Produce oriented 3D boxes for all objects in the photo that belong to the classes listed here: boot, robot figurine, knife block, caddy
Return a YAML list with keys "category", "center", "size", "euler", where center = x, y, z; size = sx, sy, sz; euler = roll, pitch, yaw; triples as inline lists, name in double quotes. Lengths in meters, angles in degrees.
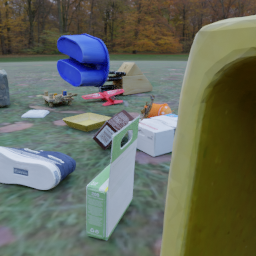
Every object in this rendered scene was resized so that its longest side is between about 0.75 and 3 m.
- category: "boot"
  center: [-2.048, 0.723, 5.653]
  size: [1.908, 0.694, 0.862]
  euler: [14, 14, 16]
- category: "robot figurine"
  center: [1.031, -0.516, 9.676]
  size: [1.093, 0.637, 0.786]
  euler: [12, 16, 35]
- category: "knife block"
  center: [-0.211, -2.171, 15.164]
  size: [0.924, 2.888, 2.535]
  euler: [18, 69, 46]
- category: "caddy"
  center: [-1.757, -2.722, 11.305]
  size: [1.429, 1.925, 2.723]
  euler: [-12, 33, -37]

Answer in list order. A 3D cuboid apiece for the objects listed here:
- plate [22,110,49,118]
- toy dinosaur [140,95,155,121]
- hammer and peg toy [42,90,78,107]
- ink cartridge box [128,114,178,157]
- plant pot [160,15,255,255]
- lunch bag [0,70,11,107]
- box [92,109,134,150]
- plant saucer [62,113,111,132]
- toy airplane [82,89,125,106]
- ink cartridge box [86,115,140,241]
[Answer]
- category: "plate"
  center: [-3.522, -0.560, 10.701]
  size: [0.842, 0.136, 0.844]
  euler: [0, 16, 1]
- category: "toy dinosaur"
  center: [0.452, -0.374, 6.907]
  size: [0.278, 0.919, 0.488]
  euler: [33, 31, 6]
- category: "hammer and peg toy"
  center: [-2.986, -1.277, 12.354]
  size: [1.211, 0.581, 1.647]
  euler: [-8, 18, -30]
- category: "ink cartridge box"
  center: [0.936, 0.137, 7.404]
  size: [1.579, 0.665, 1.142]
  euler: [-11, 20, -33]
- category: "plant pot"
  center: [1.970, 1.065, 1.123]
  size: [2.731, 2.669, 2.652]
  euler: [-7, 17, -37]
- category: "lunch bag"
  center: [-6.620, -1.849, 12.368]
  size: [2.334, 1.673, 2.846]
  euler: [-8, 23, -26]
- category: "box"
  center: [-0.352, 0.006, 7.607]
  size: [0.513, 0.685, 1.369]
  euler: [44, 23, 3]
- category: "plant saucer"
  center: [-1.313, -0.178, 9.146]
  size: [1.201, 0.291, 1.202]
  euler: [15, 22, 38]
- category: "toy airplane"
  center: [-0.974, -1.430, 13.132]
  size: [2.178, 0.401, 2.178]
  euler: [-5, 19, 2]
- category: "ink cartridge box"
  center: [-0.201, 0.654, 4.124]
  size: [0.372, 1.550, 1.128]
  euler: [8, 18, 18]
